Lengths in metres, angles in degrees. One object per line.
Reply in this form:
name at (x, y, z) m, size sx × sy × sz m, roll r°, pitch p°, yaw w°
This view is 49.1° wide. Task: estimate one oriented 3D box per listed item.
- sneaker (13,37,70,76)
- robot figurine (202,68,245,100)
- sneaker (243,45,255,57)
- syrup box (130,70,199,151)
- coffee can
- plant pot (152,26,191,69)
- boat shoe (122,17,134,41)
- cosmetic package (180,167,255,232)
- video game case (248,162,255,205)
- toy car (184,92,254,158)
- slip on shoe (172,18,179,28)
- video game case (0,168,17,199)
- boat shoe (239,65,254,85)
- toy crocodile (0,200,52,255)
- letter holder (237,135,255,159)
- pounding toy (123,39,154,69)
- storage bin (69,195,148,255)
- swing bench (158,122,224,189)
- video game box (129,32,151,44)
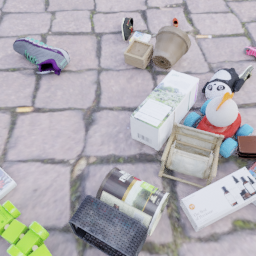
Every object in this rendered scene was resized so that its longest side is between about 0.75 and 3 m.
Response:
sneaker at (-3.976, -3.094, 12.200) m, size 2.747 × 1.022 × 1.203 m, roll 15°, pitch 59°, yaw 11°
robot figurine at (3.721, -1.669, 10.995) m, size 1.077 × 1.296 × 1.725 m, roll 37°, pitch 58°, yaw 3°
sneaker at (5.965, -3.492, 12.879) m, size 1.186 × 0.468 × 0.566 m, roll 34°, pitch 48°, yaw 22°
syrup box at (1.376, -0.733, 10.149) m, size 1.160 × 1.200 × 2.947 m, roll 25°, pitch 55°, yaw 25°
coffee can at (0.128, 2.059, 7.975) m, size 1.741 × 1.274 × 1.274 m, roll 24°, pitch 56°, yaw 17°
plant pot at (1.763, -3.369, 12.219) m, size 1.579 × 1.579 × 1.370 m, roll 22°, pitch 72°, yaw 16°
boat shoe at (-0.008, -4.914, 13.800) m, size 0.557 × 0.650 × 1.777 m, roll -2°, pitch 47°, yaw 8°
cosmetic package at (2.742, 2.068, 8.241) m, size 2.240 × 0.567 × 0.925 m, roll -25°, pitch 56°, yaw -10°
video game case at (5.044, 1.648, 8.939) m, size 2.828 × 0.247 × 2.022 m, roll -36°, pitch 60°, yaw -25°
toy car at (3.212, -0.478, 9.430) m, size 1.855 × 2.097 × 1.933 m, roll -35°, pitch 60°, yaw -24°
slip on shoe at (2.462, -5.468, 14.481) m, size 0.331 × 0.274 × 0.895 m, roll 3°, pitch 51°, yaw 5°
video game case at (-4.989, 1.920, 8.731) m, size 2.010 × 0.254 × 2.206 m, roll 34°, pitch 59°, yaw 23°
boat shoe at (5.012, -2.213, 11.865) m, size 0.353 × 0.422 × 1.180 m, roll 37°, pitch 67°, yaw 25°
toy crocodile at (-3.084, 2.866, 7.669) m, size 2.960 × 0.914 × 0.999 m, roll 26°, pitch 56°, yaw 24°
letter holder at (4.248, 0.729, 9.130) m, size 1.216 × 0.612 × 0.864 m, roll -3°, pitch 35°, yaw 17°
pounding toy at (0.640, -3.293, 12.534) m, size 1.157 × 0.894 × 1.257 m, roll 23°, pitch 66°, yaw 18°
storage bin at (-0.504, 2.740, 7.444) m, size 1.873 × 1.266 × 0.878 m, roll 23°, pitch 56°, yaw 17°
swing bench at (2.023, 0.886, 9.026) m, size 1.664 × 1.085 × 1.672 m, roll 16°, pitch 53°, yaw 13°
video game box at (0.587, -4.292, 13.604) m, size 0.814 × 0.209 × 0.893 m, roll 21°, pitch 55°, yaw 13°
